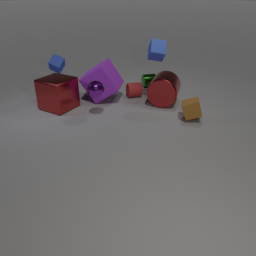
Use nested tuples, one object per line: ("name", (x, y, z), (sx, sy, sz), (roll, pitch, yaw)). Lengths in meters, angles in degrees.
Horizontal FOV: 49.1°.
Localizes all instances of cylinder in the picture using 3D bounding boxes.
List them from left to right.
("cylinder", (0.315, -1.933, 14.105), (0.700, 0.700, 0.700), (-6, 29, -14))
("cylinder", (1.163, -2.622, 15.450), (0.700, 0.700, 0.700), (-7, 29, -13))
("cylinder", (1.704, -1.846, 13.250), (1.400, 1.400, 1.400), (8, 29, 14))

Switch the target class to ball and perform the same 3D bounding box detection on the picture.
("ball", (-1.336, -1.618, 11.633), (0.700, 0.700, 0.700), (0, 28, 0))

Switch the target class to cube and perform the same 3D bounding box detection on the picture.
("cube", (-4.065, -3.667, 16.023), (0.700, 0.700, 0.700), (23, 68, 0))
("cube", (-3.197, -1.588, 12.759), (1.400, 1.400, 1.400), (16, 31, 27))
("cube", (-1.245, -2.277, 13.522), (1.400, 1.400, 1.400), (-27, 20, 23))
("cube", (1.312, -3.506, 12.651), (0.700, 0.700, 0.700), (7, -15, -6))
("cube", (2.667, -0.812, 11.708), (0.700, 0.700, 0.700), (-13, 21, 16))
